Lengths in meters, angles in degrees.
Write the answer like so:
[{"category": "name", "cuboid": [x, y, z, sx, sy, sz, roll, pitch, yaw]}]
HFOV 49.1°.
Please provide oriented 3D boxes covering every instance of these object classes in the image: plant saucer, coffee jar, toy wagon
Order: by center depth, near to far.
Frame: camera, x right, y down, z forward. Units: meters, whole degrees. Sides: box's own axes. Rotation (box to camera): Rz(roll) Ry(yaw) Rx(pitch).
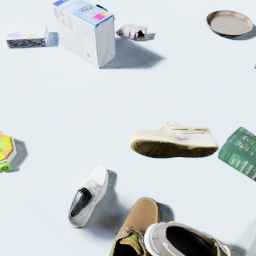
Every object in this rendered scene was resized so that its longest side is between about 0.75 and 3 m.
[{"category": "coffee jar", "cuboid": [3.828, 1.021, 7.957, 2.299, 0.981, 1.199, 38, 52, 27]}, {"category": "toy wagon", "cuboid": [-4.415, 0.845, 8.504, 1.892, 0.374, 1.468, -19, 53, -15]}, {"category": "plant saucer", "cuboid": [4.722, -4.882, 13.204, 2.167, 0.348, 2.167, 0, 51, -1]}]

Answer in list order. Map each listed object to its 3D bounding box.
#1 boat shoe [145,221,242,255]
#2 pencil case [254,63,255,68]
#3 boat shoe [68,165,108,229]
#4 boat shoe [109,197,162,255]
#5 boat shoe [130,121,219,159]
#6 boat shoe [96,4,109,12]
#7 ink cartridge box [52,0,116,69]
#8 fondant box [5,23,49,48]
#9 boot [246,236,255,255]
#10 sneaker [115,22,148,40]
[{"category": "boat shoe", "cuboid": [1.726, 2.811, 6.131, 2.726, 0.811, 0.979, 27, 57, -6]}, {"category": "pencil case", "cuboid": [5.623, -2.474, 11.157, 1.100, 0.478, 0.429, 23, 11, 17]}, {"category": "boat shoe", "cuboid": [-1.044, 1.733, 7.594, 0.672, 0.658, 1.897, 15, 52, 12]}, {"category": "boat shoe", "cuboid": [0.177, 2.781, 6.523, 1.030, 0.973, 2.863, 12, 50, 13]}, {"category": "boat shoe", "cuboid": [0.703, 0.163, 4.390, 1.460, 0.538, 0.505, 6, 54, -20]}, {"category": "boat shoe", "cuboid": [-1.213, -5.767, 13.868, 0.477, 0.424, 1.278, -26, 55, -20]}, {"category": "ink cartridge box", "cuboid": [-1.914, -4.034, 11.436, 2.912, 1.987, 1.112, 33, 58, 24]}, {"category": "fondant box", "cuboid": [-4.467, -4.138, 12.499, 1.682, 0.490, 1.214, -5, 51, -3]}, {"category": "boot", "cuboid": [2.303, 3.195, 5.834, 2.002, 0.799, 2.202, 30, 86, 8]}, {"category": "sneaker", "cuboid": [0.196, -4.316, 12.564, 1.513, 0.615, 0.667, -6, 49, -4]}]
